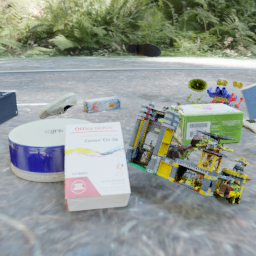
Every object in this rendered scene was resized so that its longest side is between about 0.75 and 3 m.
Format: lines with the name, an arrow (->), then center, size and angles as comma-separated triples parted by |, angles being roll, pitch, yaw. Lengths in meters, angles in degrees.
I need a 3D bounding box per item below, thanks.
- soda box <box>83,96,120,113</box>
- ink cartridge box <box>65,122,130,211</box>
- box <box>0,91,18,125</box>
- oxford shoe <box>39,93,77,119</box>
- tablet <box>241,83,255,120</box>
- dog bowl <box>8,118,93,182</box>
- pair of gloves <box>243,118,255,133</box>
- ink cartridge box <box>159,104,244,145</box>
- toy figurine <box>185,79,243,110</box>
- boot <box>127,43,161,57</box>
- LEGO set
soda box -> -1.231, -1.129, 13.371 | 1.713, 0.545, 0.586 | -10, 21, -26
ink cartridge box -> -0.728, 0.599, 6.097 | 1.256, 0.728, 2.157 | -3, 54, -9
box -> -5.907, -0.842, 11.604 | 1.900, 1.115, 1.868 | 3, 19, 4
oxford shoe -> -2.391, -0.633, 9.495 | 1.658, 0.479, 0.623 | -27, -2, 24
tablet -> 3.700, -0.768, 7.777 | 0.876, 1.346, 0.092 | -19, 44, 20
dog bowl -> -1.989, 0.504, 7.757 | 2.418, 0.952, 2.418 | 0, 19, 0
pair of gloves -> 4.299, -0.132, 10.767 | 1.618, 0.284, 1.375 | 0, 18, 3
ink cartridge box -> 2.478, -0.379, 10.252 | 2.080, 1.066, 2.815 | -3, 19, -10
toy figurine -> 4.516, -1.523, 14.377 | 2.824, 1.490, 1.692 | 11, -7, 24
boot -> 0.916, -3.381, 12.384 | 1.537, 0.559, 1.633 | 5, 13, 22
LEGO set -> 1.369, 0.369, 6.189 | 2.151, 1.621, 2.798 | 17, 1, -40
